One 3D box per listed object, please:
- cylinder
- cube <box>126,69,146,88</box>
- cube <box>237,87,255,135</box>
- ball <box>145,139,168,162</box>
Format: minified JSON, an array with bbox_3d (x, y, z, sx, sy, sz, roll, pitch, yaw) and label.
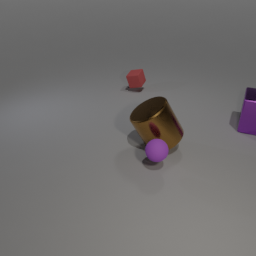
[{"bbox_3d":[0.978,-0.114,9.503,1.400,1.400,1.400,-26,27,15],"label":"cylinder"},{"bbox_3d":[0.420,-2.548,14.423,0.700,0.700,0.700,0,38,28],"label":"cube"},{"bbox_3d":[5.151,-0.615,10.861,1.400,1.400,1.400,12,31,20],"label":"cube"},{"bbox_3d":[0.868,0.677,8.448,0.700,0.700,0.700,0,29,0],"label":"ball"}]
